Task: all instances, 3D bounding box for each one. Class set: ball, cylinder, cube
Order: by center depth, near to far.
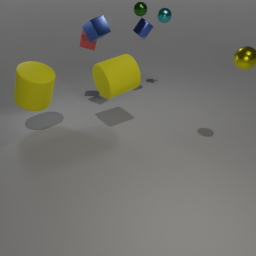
[{"bbox_3d":[3.528,-2.087,8.395,0.700,0.700,0.700,0,29,0],"label":"ball"},{"bbox_3d":[-3.616,-1.607,10.834,1.400,1.400,1.400,14,40,-12],"label":"cylinder"},{"bbox_3d":[-0.453,-2.012,10.932,1.400,1.400,1.400,-25,36,-24],"label":"cylinder"},{"bbox_3d":[-1.261,-3.945,11.175,0.700,0.700,0.700,-38,17,-35],"label":"cube"},{"bbox_3d":[-1.738,-4.025,12.498,0.700,0.700,0.700,11,51,-11],"label":"cube"},{"bbox_3d":[0.710,-4.652,13.082,0.700,0.700,0.700,32,22,-15],"label":"cylinder"},{"bbox_3d":[1.784,-5.498,13.690,0.700,0.700,0.700,0,29,0],"label":"ball"},{"bbox_3d":[0.642,-6.081,14.336,0.700,0.700,0.700,0,29,0],"label":"ball"}]
